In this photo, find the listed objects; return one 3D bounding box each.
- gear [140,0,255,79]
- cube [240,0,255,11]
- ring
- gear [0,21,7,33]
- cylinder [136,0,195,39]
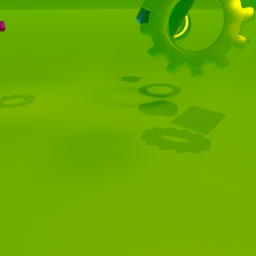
[{"bbox_3d":[1.073,-1.697,4.523,1.724,1.724,0.319,8,20,16],"label":"gear"},{"bbox_3d":[1.936,-2.885,4.899,1.140,1.140,1.140,30,24,23],"label":"cube"},{"bbox_3d":[1.120,-3.240,8.538,1.690,1.690,0.338,-5,-16,-11],"label":"ring"},{"bbox_3d":[-4.055,-2.604,7.499,1.443,0.267,1.443,-9,20,4],"label":"gear"},{"bbox_3d":[0.850,-2.735,6.428,1.004,1.004,1.004,23,31,-15],"label":"cylinder"}]
